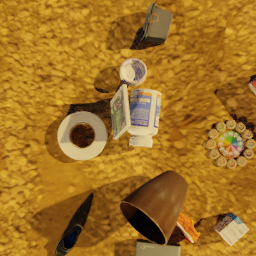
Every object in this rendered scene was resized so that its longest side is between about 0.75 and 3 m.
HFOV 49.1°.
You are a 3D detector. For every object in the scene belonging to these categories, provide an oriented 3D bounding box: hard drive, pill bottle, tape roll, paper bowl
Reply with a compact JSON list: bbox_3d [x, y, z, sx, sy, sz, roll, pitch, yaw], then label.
[{"bbox_3d":[1.076,5.751,11.066,1.756,0.414,2.516,6,89,0],"label":"hard drive"},{"bbox_3d":[0.606,-0.368,11.081,1.232,1.232,2.199,7,87,0],"label":"pill bottle"},{"bbox_3d":[-1.845,0.317,11.473,2.034,0.372,2.034,0,86,1],"label":"tape roll"},{"bbox_3d":[0.210,-2.239,11.477,1.107,0.576,1.107,0,76,-2],"label":"paper bowl"}]

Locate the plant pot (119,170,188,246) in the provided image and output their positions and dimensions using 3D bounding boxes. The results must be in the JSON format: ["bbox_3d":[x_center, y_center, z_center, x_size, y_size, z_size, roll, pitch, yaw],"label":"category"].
[{"bbox_3d":[1.177,2.693,10.363,2.108,2.108,2.256,45,60,2],"label":"plant pot"}]

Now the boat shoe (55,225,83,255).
[{"bbox_3d":[-2.408,4.601,11.138,0.593,0.526,1.587,43,87,2],"label":"boat shoe"}]

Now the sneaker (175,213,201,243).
[{"bbox_3d":[2.180,3.723,11.236,0.689,0.652,1.787,-37,92,-22],"label":"sneaker"}]

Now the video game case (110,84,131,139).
[{"bbox_3d":[-0.323,-0.587,10.771,0.196,1.526,1.678,2,68,-21],"label":"video game case"}]

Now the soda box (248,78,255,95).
[{"bbox_3d":[6.133,-1.060,11.318,0.926,0.839,2.646,-36,87,-2],"label":"soda box"}]

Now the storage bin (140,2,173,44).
[{"bbox_3d":[1.212,-4.229,11.473,1.001,1.084,1.490,14,87,-9],"label":"storage bin"}]

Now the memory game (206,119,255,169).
[{"bbox_3d":[4.248,0.661,11.571,2.065,0.132,2.065,0,87,0],"label":"memory game"}]

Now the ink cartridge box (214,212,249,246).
[{"bbox_3d":[4.075,3.986,11.083,0.966,0.706,0.709,-40,87,-2],"label":"ink cartridge box"}]
